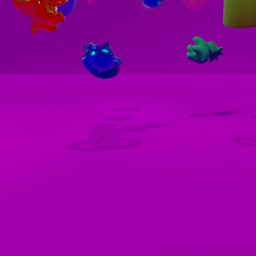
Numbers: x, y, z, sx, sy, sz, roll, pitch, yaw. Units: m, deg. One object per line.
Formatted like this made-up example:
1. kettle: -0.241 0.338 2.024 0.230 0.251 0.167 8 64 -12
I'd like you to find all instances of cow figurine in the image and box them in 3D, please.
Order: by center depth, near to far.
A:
1. cow figurine: -2.286 -2.985 7.012 1.652 0.922 1.679 7 -1 35
2. cow figurine: 2.921 -2.810 10.517 1.388 0.774 1.410 27 45 -11

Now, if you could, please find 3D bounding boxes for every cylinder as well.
1. cylinder: 3.685 -3.955 8.829 1.253 1.253 1.253 -7 33 5

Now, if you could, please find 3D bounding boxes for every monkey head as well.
1. monkey head: -0.816 -2.038 7.747 0.821 0.980 1.362 -29 -25 27

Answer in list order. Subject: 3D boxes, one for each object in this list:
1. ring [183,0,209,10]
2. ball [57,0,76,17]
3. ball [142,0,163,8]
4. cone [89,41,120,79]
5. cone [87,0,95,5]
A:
1. ring: 1.418 -2.910 5.569 0.210 1.051 1.051 1 11 -22
2. ball: -2.165 -4.027 8.698 1.105 1.105 1.105 0 12 0
3. ball: 0.822 -4.390 9.282 0.762 0.762 0.762 0 12 0
4. cone: -0.909 -2.988 11.392 1.403 1.403 1.408 -3 -30 -15
5. cone: -0.710 -3.847 7.437 0.888 0.885 0.885 -16 14 -7
